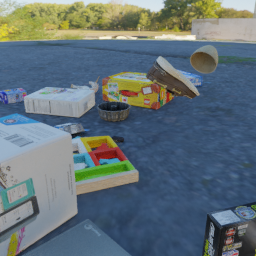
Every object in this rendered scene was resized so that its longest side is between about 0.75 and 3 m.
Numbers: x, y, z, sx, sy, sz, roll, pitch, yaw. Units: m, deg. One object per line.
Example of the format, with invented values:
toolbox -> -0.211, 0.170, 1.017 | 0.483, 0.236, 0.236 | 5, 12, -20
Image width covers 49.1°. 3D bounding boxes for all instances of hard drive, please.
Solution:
hard drive -> -0.992, 2.217, 4.205 | 1.895, 0.312, 1.323 | -19, 29, -39

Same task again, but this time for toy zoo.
toy zoo -> -1.081, 0.814, 7.680 | 1.824, 0.285, 2.781 | -8, 24, -19

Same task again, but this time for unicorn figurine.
unicorn figurine -> -2.152, -1.902, 13.964 | 1.408, 0.757, 2.050 | 6, 35, -11

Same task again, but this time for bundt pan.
bundt pan -> -0.553, -0.624, 10.950 | 1.325, 0.497, 1.325 | 0, 21, 0

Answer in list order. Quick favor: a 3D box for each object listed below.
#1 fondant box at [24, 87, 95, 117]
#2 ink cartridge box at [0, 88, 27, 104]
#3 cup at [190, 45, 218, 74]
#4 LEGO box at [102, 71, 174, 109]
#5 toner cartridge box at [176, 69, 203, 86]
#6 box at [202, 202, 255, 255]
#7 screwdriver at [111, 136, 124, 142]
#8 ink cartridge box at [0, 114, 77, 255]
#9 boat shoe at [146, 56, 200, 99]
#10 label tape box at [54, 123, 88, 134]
fondant box -> -2.847, -1.149, 11.955 | 2.442, 0.711, 1.762 | 7, 23, 14
ink cartridge box -> -5.493, -1.497, 13.140 | 1.267, 0.484, 0.865 | -18, 28, -33
cup -> 3.024, -2.734, 10.761 | 1.049, 1.049, 0.750 | 15, 58, 33
LEGO box -> 0.533, -1.855, 13.174 | 2.802, 1.081, 2.086 | 12, 25, 27
toner cartridge box -> 3.154, -2.990, 16.678 | 1.214, 0.552, 2.556 | -10, 24, -23
box -> 1.879, 1.716, 4.225 | 1.535, 1.230, 0.340 | -6, 22, -16
screwdriver -> -0.775, 0.332, 8.982 | 1.305, 0.182, 0.190 | 3, -8, 0
ink cartridge box -> -2.493, 1.076, 4.963 | 1.846, 1.837, 2.516 | 17, 28, 36
boat shoe -> 1.315, -1.265, 7.943 | 2.151, 0.640, 0.773 | 21, 31, -49
label tape box -> -1.883, 0.003, 9.421 | 0.963, 0.305, 0.694 | -14, 12, -40
